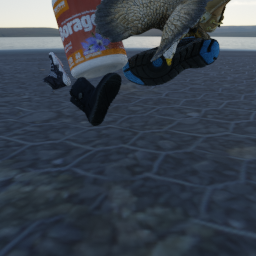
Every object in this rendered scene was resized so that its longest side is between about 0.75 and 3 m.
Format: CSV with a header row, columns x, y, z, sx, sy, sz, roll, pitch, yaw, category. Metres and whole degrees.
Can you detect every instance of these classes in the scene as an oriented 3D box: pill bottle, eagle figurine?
x,y,z,sx,sy,sz,roll,pitch,yaw,category
-1.030,-2.634,6.912,1.452,2.589,1.452,-17,1,0,pill bottle
0.873,-2.338,6.095,1.983,1.972,2.613,-24,-6,37,eagle figurine

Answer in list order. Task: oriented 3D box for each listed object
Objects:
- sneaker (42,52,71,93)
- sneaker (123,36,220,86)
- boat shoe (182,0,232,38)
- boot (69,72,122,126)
x,y,z,sx,sy,sz,roll,pitch,yaw,category
-1.903,-1.395,7.036,0.608,1.069,0.403,-30,-20,2,sneaker
1.144,-1.905,7.894,2.656,0.972,1.088,-14,27,-1,sneaker
2.259,-3.180,7.993,1.037,0.930,2.801,-32,8,-25,boat shoe
-0.629,-0.681,4.933,0.401,1.050,0.882,-3,40,-45,boot
